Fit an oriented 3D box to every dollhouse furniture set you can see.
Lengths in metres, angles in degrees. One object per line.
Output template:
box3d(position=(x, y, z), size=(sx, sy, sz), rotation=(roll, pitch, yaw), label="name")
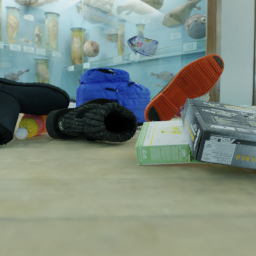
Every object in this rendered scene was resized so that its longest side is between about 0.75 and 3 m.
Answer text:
box3d(position=(3.843, -1.140, 12.927), size=(2.266, 1.608, 1.795), rotation=(-4, 7, -37), label="dollhouse furniture set")

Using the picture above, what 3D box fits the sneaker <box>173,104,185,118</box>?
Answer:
box3d(position=(2.529, -0.949, 15.003), size=(2.043, 0.824, 0.763), rotation=(0, 4, 8), label="sneaker")

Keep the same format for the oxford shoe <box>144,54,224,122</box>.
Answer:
box3d(position=(1.467, -1.109, 7.823), size=(2.633, 0.937, 0.955), rotation=(-38, 11, 3), label="oxford shoe")

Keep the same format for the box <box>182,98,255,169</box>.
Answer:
box3d(position=(1.803, 0.079, 4.015), size=(1.879, 0.454, 1.488), rotation=(8, 20, 0), label="box")

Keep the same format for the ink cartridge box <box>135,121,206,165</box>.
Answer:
box3d(position=(0.968, 0.203, 4.531), size=(1.549, 0.371, 1.127), rotation=(-4, 19, 12), label="ink cartridge box")

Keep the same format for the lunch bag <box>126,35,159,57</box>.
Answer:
box3d(position=(0.423, -2.677, 9.145), size=(0.991, 0.630, 0.841), rotation=(16, 12, -8), label="lunch bag")

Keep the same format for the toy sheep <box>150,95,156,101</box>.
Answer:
box3d(position=(1.960, -1.456, 17.465), size=(1.398, 1.398, 2.027), rotation=(0, 6, -5), label="toy sheep")

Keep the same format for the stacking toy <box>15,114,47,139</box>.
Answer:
box3d(position=(-2.573, -0.060, 7.375), size=(0.884, 0.884, 1.210), rotation=(1, 22, 8), label="stacking toy")

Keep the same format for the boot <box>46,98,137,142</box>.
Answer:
box3d(position=(-0.499, -0.235, 6.965), size=(1.927, 0.970, 2.578), rotation=(-4, 13, 36), label="boot")

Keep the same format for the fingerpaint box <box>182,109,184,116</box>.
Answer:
box3d(position=(2.703, -0.292, 9.396), size=(1.462, 0.643, 1.753), rotation=(1, 5, -1), label="fingerpaint box")

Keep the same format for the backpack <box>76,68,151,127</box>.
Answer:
box3d(position=(-0.444, -0.951, 9.405), size=(2.437, 2.045, 1.980), rotation=(2, 12, -15), label="backpack")

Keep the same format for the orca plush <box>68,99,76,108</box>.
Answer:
box3d(position=(-2.480, -0.339, 10.871), size=(2.558, 0.909, 1.346), rotation=(-21, 65, -47), label="orca plush")

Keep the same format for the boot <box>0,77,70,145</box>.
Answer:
box3d(position=(-2.529, -0.309, 6.415), size=(2.305, 0.880, 1.936), rotation=(11, 37, -18), label="boot")
